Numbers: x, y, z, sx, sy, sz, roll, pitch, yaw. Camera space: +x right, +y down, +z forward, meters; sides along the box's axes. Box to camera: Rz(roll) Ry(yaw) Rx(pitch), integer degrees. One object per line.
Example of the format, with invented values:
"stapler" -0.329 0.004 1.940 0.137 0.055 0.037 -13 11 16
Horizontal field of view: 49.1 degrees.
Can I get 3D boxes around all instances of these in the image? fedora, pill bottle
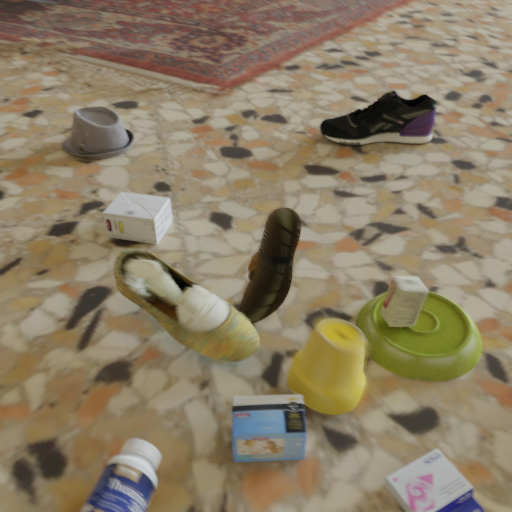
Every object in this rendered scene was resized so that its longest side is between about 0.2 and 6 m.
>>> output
"fedora" -3.890 -3.089 13.612 1.876 0.847 1.659 30 47 32
"pill bottle" -1.518 2.700 6.339 0.638 0.638 1.151 10 40 12

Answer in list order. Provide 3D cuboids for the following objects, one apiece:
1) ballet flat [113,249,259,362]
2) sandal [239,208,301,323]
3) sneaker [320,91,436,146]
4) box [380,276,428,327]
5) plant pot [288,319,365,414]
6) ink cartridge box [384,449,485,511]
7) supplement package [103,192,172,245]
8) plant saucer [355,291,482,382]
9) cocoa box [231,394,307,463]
"ballet flat" -1.154 0.669 8.421 2.710 0.958 0.958 28 46 27
"sandal" 0.158 0.134 8.758 0.786 1.924 0.525 1 19 -33
"sneaker" 2.984 -3.497 13.808 2.829 1.239 1.071 -2 38 -3
"box" 2.199 0.683 8.356 0.439 0.687 0.374 2 32 -16
"plant pot" 1.026 1.422 7.558 1.028 0.967 1.028 11 28 -6
"ink cartridge box" 2.106 2.801 6.599 0.835 0.184 0.850 -19 40 -23
"supplement package" -2.266 -0.736 10.799 1.046 0.580 0.815 8 38 12
"plant saucer" 2.524 1.102 8.683 1.940 0.301 1.940 0 37 0
"cocoa box" 0.151 2.170 7.046 0.911 0.608 0.598 -2 38 -2
